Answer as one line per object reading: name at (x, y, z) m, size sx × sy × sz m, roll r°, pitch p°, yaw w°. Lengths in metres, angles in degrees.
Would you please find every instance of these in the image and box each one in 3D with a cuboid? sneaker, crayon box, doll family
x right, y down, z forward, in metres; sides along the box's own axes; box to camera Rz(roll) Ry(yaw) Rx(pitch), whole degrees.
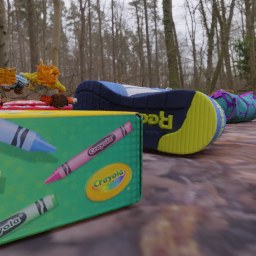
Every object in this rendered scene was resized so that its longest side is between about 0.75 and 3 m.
sneaker at (0.217, -0.189, 4.611) m, size 2.874 × 1.063 × 1.182 m, roll 14°, pitch 12°, yaw 37°
crayon box at (-1.124, 0.219, 1.653) m, size 2.161 × 0.630 × 1.284 m, roll -4°, pitch 6°, yaw -39°
doll family at (-0.868, -0.360, 2.300) m, size 0.896 × 0.404 × 0.556 m, roll -2°, pitch 4°, yaw -19°

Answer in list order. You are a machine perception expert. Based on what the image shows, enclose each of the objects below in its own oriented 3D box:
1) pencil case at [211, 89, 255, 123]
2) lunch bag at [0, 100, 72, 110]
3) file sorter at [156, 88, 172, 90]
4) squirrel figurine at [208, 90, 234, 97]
pencil case at (4.181, -0.832, 10.835) m, size 1.126 × 1.223 × 2.646 m, roll -4°, pitch -1°, yaw 45°
lunch bag at (-2.301, -0.269, 7.232) m, size 1.944 × 0.797 × 1.713 m, roll -3°, pitch 10°, yaw -23°
file sorter at (1.308, -1.575, 17.263) m, size 2.689 × 1.674 × 1.866 m, roll 1°, pitch 4°, yaw 20°
squirrel figurine at (4.328, -1.127, 14.191) m, size 1.979 × 1.400 × 1.847 m, roll 5°, pitch -1°, yaw 20°
